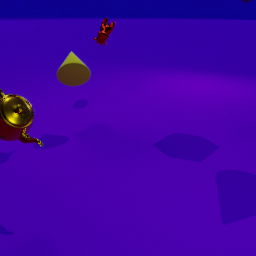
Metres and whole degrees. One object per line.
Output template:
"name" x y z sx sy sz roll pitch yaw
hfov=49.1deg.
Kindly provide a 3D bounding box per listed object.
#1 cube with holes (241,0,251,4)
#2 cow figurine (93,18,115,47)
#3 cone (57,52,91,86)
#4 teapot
"cube with holes" 3.053 -3.988 7.104 0.991 0.991 0.991 -14 -16 -47
"cow figurine" -0.875 -3.509 10.370 0.581 1.042 1.059 25 8 -11
"cone" -1.513 -1.772 7.652 0.893 0.893 0.896 -5 58 -11
"teapot" -1.800 -0.168 4.401 0.610 1.245 0.774 -23 15 37
